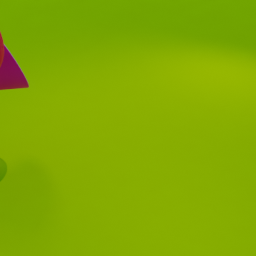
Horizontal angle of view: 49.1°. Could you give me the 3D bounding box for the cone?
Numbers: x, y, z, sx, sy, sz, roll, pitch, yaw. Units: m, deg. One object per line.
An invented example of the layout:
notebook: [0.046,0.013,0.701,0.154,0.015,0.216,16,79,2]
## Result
cone: [-3.115,-1.095,5.912,1.403,1.398,1.398,-37,45,-18]

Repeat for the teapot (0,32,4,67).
teapot: [-2.693,-1.362,4.492,1.211,1.948,0.954,-30,-13,20]
